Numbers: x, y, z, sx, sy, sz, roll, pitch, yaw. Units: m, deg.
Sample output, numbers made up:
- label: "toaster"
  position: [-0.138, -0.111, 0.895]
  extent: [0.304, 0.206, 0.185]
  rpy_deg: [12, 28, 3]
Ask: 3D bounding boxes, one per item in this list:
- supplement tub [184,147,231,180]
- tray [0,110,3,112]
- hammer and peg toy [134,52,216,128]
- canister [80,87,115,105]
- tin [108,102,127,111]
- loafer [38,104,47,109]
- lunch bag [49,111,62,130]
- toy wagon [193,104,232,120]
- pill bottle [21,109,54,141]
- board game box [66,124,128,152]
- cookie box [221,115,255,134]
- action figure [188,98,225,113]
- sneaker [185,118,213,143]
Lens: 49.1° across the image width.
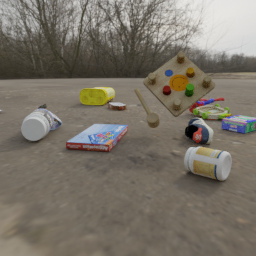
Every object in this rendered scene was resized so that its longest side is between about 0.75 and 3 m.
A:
- label: "supplement tub"
  position: [1.871, 0.810, 6.590]
  extent: [0.929, 0.672, 0.672]
  rpy_deg: [10, 17, 40]
- label: "tray"
  position: [-7.317, -0.732, 14.337]
  extent: [0.872, 0.180, 1.625]
  rpy_deg: [4, 14, 19]
- label: "hammer and peg toy"
  position: [1.376, -1.301, 9.394]
  extent: [2.530, 1.861, 0.892]
  rpy_deg: [-36, -22, -7]
- label: "canister"
  position: [-1.971, -2.193, 18.784]
  extent: [1.787, 1.041, 2.406]
  rpy_deg: [3, 12, 12]
- label: "tin"
  position: [-0.643, -1.284, 16.496]
  extent: [0.888, 0.332, 1.586]
  rpy_deg: [-9, 16, -20]
- label: "loafer"
  position: [-5.061, -1.264, 16.491]
  extent: [0.275, 0.240, 0.764]
  rpy_deg: [4, 14, 15]
- label: "lunch bag"
  position: [-3.280, -0.301, 11.439]
  extent: [1.066, 0.678, 0.904]
  rpy_deg: [2, 13, -20]
- label: "toy wagon"
  position: [4.186, -0.726, 13.586]
  extent: [1.500, 0.383, 1.934]
  rpy_deg: [-13, 24, -23]
- label: "pill bottle"
  position: [-3.234, -0.120, 10.048]
  extent: [0.929, 0.929, 1.632]
  rpy_deg: [-2, 14, -6]
- label: "board game box"
  position: [-0.947, 0.273, 9.804]
  extent: [1.408, 0.266, 2.735]
  rpy_deg: [1, 13, 12]
- label: "cookie box"
  position: [4.566, -0.172, 11.280]
  extent: [1.216, 0.457, 1.040]
  rpy_deg: [-11, 19, -38]
- label: "action figure"
  position: [4.256, -1.163, 14.688]
  extent: [2.687, 0.877, 1.330]
  rpy_deg: [-6, 14, -29]
- label: "sneaker"
  position: [2.311, 0.037, 9.886]
  extent: [0.773, 0.686, 1.829]
  rpy_deg: [3, 13, -7]
